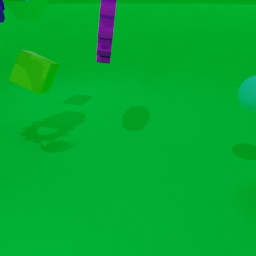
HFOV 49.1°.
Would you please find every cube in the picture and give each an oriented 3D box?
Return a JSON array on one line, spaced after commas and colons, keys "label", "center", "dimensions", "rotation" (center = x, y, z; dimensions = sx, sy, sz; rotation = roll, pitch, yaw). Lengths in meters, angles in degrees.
[{"label": "cube", "center": [-2.588, -1.558, 7.832], "dimensions": [0.898, 0.898, 0.898], "rotation": [25, 11, -4]}, {"label": "cube", "center": [-2.889, -3.633, 7.980], "dimensions": [0.789, 0.789, 0.789], "rotation": [9, 72, 14]}]

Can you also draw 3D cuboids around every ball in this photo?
[{"label": "ball", "center": [2.748, -0.711, 5.909], "dimensions": [0.794, 0.794, 0.794], "rotation": [0, 27, 0]}]

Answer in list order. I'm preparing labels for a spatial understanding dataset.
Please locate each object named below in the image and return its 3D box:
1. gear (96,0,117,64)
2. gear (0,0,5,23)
[{"label": "gear", "center": [-0.519, -2.538, 6.877], "dimensions": [0.339, 1.832, 1.832], "rotation": [6, 26, -6]}, {"label": "gear", "center": [-3.401, -2.450, 5.720], "dimensions": [1.615, 0.299, 1.615], "rotation": [5, 58, -8]}]
